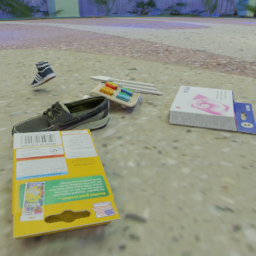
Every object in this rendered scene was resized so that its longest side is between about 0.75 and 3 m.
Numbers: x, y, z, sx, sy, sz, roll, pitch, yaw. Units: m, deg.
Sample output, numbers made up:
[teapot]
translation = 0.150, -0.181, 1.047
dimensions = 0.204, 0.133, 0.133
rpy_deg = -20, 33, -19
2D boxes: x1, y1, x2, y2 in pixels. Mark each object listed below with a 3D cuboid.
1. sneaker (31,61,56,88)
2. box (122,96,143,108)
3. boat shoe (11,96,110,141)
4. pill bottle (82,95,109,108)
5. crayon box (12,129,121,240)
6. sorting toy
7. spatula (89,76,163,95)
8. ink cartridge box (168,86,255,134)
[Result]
[sneaker]
translation = -3.509, -2.156, 11.168
dimensions = 1.439, 0.781, 0.504
rpy_deg = -17, 14, 38
[box]
translation = 0.158, -0.958, 10.181
dimensions = 0.203, 0.190, 0.980
rpy_deg = 21, 32, 37
[boat shoe]
translation = -1.848, -0.331, 7.912
dimensions = 2.876, 0.945, 1.028
rpy_deg = -15, 40, -26
[pill bottle]
translation = -1.129, -0.808, 9.479
dimensions = 0.944, 0.549, 0.549
rpy_deg = 18, 31, 39
[crayon box]
translation = -1.278, 1.017, 5.232
dimensions = 1.616, 0.663, 2.570
rpy_deg = -3, 33, -19
[sorting toy]
translation = -0.395, -1.263, 9.858
dimensions = 1.598, 0.291, 1.479
rpy_deg = 17, 24, 3
[spatula]
translation = -0.037, -1.628, 10.838
dimensions = 2.601, 0.209, 1.808
rpy_deg = 13, -2, 20
[ink cartridge box]
translation = 2.856, -0.723, 9.336
dimensions = 2.628, 0.569, 2.580
rpy_deg = 6, 26, 15
